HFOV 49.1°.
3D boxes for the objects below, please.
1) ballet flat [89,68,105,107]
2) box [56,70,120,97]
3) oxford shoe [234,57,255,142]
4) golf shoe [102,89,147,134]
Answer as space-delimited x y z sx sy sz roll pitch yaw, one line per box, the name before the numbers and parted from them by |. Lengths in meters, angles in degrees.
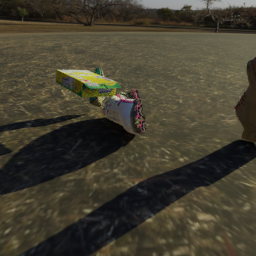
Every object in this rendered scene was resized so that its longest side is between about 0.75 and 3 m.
ballet flat | -1.032 -1.407 9.989 0.509 1.499 0.565 -16 -33 35
box | -1.251 -1.375 8.645 1.203 0.496 2.050 -7 23 -37
oxford shoe | 3.051 -0.583 6.943 0.890 2.380 0.839 1 33 34
golf shoe | -0.133 -0.406 8.283 1.272 1.003 2.763 -12 17 1
